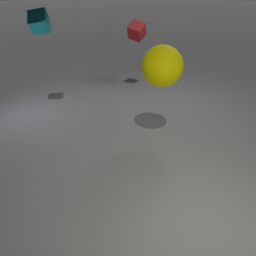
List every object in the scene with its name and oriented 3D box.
[{"bbox_3d":[-3.462,-4.144,10.920,0.700,0.700,0.700,-9,69,2],"label":"cube"},{"bbox_3d":[0.432,-4.784,13.781,0.700,0.700,0.700,26,65,19],"label":"cube"},{"bbox_3d":[1.160,-2.100,9.490,1.400,1.400,1.400,0,28,0],"label":"ball"}]
